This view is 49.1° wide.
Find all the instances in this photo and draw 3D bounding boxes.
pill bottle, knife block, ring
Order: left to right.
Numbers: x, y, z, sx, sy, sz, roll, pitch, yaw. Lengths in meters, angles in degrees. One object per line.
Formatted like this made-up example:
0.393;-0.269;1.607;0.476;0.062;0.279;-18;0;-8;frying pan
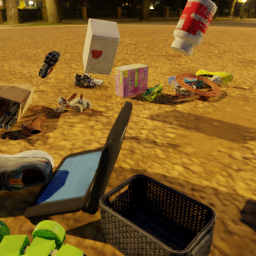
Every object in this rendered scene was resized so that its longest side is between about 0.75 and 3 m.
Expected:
-4.515;-0.844;11.143;2.483;0.905;2.828;37;26;29;knife block
1.586;-2.497;6.927;0.720;1.282;0.720;23;10;-4;pill bottle
3.539;-2.151;14.208;2.418;0.232;2.418;10;34;-7;ring

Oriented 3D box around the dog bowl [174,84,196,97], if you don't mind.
2.846;-1.885;14.064;1.097;0.404;1.097;-1;25;0;dog bowl

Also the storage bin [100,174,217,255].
0.535;1.900;5.521;2.006;0.940;1.356;22;33;37;storage bin

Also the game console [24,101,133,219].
-1.093;0.650;6.859;1.634;2.469;2.807;17;27;1;game console

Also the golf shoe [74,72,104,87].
-2.140;-2.639;15.240;1.626;0.768;0.632;0;24;-4;golf shoe

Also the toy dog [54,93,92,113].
-2.401;-1.198;12.167;1.633;0.786;1.077;4;26;9;toy dog

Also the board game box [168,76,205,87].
3.251;-2.610;15.614;1.631;0.367;1.241;-9;27;-18;board game box

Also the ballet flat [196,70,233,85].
4.729;-2.771;15.731;0.758;0.756;2.262;-40;40;-23;ballet flat

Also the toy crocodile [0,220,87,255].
-2.077;2.282;4.934;2.979;0.920;1.005;0;26;12;toy crocodile

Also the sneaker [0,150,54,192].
-3.156;1.158;6.969;2.587;0.956;1.026;-8;23;-17;sneaker

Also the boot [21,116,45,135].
-3.354;-0.073;10.280;0.994;0.381;0.772;-21;32;-36;boot

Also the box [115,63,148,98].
0.189;-2.394;13.997;1.550;1.364;0.750;-16;30;-31;box

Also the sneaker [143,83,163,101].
1.228;-1.826;13.692;0.692;0.613;1.656;17;30;23;sneaker

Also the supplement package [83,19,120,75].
-1.169;-3.357;11.770;1.182;1.949;1.167;1;52;-17;supplement package

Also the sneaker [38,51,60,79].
-2.926;-2.395;10.487;0.468;1.215;0.516;40;17;-5;sneaker
